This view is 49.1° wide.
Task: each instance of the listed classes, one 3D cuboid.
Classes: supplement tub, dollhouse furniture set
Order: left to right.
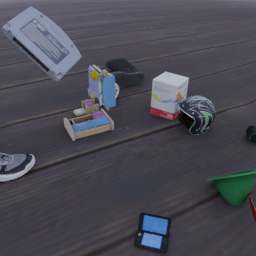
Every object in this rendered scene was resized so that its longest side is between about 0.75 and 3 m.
[{"bbox_3d":[-1.817,-1.344,11.389,1.782,2.730,2.578,-15,36,-23],"label":"dollhouse furniture set"},{"bbox_3d":[-0.935,-1.668,13.607,0.842,0.842,1.161,6,34,9],"label":"supplement tub"}]

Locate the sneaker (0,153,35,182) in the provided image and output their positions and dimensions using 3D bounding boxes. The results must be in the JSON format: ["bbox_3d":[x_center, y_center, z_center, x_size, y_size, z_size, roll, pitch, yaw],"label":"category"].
[{"bbox_3d":[-4.387,0.967,8.980,2.565,1.460,0.968,-11,35,-17],"label":"sneaker"}]

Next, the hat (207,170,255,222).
[{"bbox_3d":[3.266,2.178,8.220,1.574,1.672,1.900,-18,-13,33],"label":"hat"}]

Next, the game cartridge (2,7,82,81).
[{"bbox_3d":[-2.632,-2.722,8.968,0.460,2.213,1.473,-29,22,49],"label":"game cartridge"}]

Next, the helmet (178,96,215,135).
[{"bbox_3d":[2.794,-0.613,11.434,1.508,1.437,1.508,0,33,0],"label":"helmet"}]

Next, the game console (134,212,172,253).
[{"bbox_3d":[0.644,2.689,7.212,0.858,0.509,0.739,8,34,13],"label":"game console"}]

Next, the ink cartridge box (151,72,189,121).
[{"bbox_3d":[1.841,-1.457,12.506,1.217,1.683,1.223,21,38,28],"label":"ink cartridge box"}]

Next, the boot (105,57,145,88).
[{"bbox_3d":[-0.648,-3.303,16.025,2.281,0.908,2.768,-6,36,-27],"label":"boot"}]

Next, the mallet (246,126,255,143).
[{"bbox_3d":[5.791,0.355,10.974,2.285,0.470,0.753,7,29,1],"label":"mallet"}]
